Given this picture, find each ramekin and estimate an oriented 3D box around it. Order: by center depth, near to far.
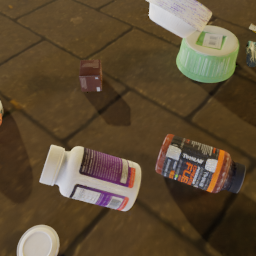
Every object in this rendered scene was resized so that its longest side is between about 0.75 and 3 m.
[{"bbox_3d":[3.444,-3.266,12.029,2.572,1.257,2.572,0,51,0],"label":"ramekin"}]

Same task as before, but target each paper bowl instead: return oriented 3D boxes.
[{"bbox_3d":[1.403,-3.402,8.285,1.923,1.000,1.923,25,23,-11],"label":"paper bowl"}]

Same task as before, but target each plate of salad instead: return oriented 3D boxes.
[{"bbox_3d":[-2.385,3.205,7.502,1.153,0.277,1.153,-3,60,6],"label":"plate of salad"}]

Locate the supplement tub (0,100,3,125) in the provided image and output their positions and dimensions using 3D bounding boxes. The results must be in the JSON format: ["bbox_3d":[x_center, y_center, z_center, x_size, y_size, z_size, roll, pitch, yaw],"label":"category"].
[{"bbox_3d":[-5.339,-0.944,10.128,1.342,1.342,2.190,-22,55,-17],"label":"supplement tub"}]

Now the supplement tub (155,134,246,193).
[{"bbox_3d":[2.172,1.133,8.491,2.483,1.328,1.328,17,53,14],"label":"supplement tub"}]

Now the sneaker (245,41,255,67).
[{"bbox_3d":[5.694,-3.325,12.458,0.718,0.646,1.664,8,52,10],"label":"sneaker"}]

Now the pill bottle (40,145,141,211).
[{"bbox_3d":[-0.862,1.100,6.450,2.100,1.170,1.170,18,50,-13],"label":"pill bottle"}]

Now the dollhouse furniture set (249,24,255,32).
[{"bbox_3d":[6.616,-4.252,13.394,1.170,0.896,1.786,5,30,-23],"label":"dollhouse furniture set"}]

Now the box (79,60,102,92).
[{"bbox_3d":[-1.499,-2.137,11.398,0.841,0.849,1.024,-2,51,-1],"label":"box"}]
